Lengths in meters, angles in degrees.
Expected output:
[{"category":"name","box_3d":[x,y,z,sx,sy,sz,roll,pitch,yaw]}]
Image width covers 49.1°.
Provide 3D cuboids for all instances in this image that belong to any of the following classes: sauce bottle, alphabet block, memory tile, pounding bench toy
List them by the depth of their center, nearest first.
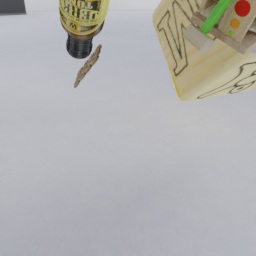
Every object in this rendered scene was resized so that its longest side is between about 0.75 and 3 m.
[{"category":"sauce bottle","box_3d":[-0.548,-1.579,3.553,0.647,1.999,0.647,4,70,-11]},{"category":"pounding bench toy","box_3d":[1.556,-1.844,3.821,1.013,1.272,1.631,42,58,19]},{"category":"memory tile","box_3d":[-0.700,-1.068,4.824,0.065,0.771,0.591,31,38,-21]},{"category":"alphabet block","box_3d":[2.511,-2.425,6.583,2.643,2.657,2.706,-10,-13,-24]}]
